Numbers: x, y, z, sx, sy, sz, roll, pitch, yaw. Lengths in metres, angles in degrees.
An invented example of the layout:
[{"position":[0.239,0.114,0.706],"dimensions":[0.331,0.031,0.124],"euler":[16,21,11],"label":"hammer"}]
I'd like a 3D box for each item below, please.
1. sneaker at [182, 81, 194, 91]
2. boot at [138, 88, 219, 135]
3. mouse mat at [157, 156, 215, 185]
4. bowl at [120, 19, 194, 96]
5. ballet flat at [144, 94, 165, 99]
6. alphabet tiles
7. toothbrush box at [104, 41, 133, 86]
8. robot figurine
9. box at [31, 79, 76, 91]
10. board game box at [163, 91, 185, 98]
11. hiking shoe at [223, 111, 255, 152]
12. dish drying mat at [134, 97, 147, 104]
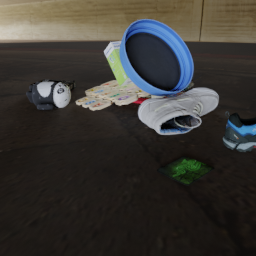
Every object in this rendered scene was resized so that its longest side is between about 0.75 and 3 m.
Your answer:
[{"position":[2.473,-1.778,12.242],"dimensions":[1.066,0.414,0.460],"euler":[-15,36,-17],"label":"sneaker"},{"position":[1.727,-0.390,7.925],"dimensions":[2.709,0.996,1.295],"euler":[-14,33,-19],"label":"boot"},{"position":[1.174,0.837,5.678],"dimensions":[0.985,0.037,0.793],"euler":[-18,27,-41],"label":"mouse mat"},{"position":[0.934,-2.265,9.146],"dimensions":[2.670,2.670,0.524],"euler":[-14,-11,-32],"label":"bowl"},{"position":[1.006,-1.332,10.427],"dimensions":[0.695,0.657,2.062],"euler":[-24,22,-27],"label":"ballet flat"},{"position":[-0.386,-1.347,10.224],"dimensions":[2.821,0.210,2.884],"euler":[-26,26,-26],"label":"alphabet tiles"},{"position":[-0.041,-2.351,10.067],"dimensions":[1.066,1.464,0.630],"euler":[-19,-9,-35],"label":"toothbrush box"},{"position":[-2.726,-1.166,9.711],"dimensions":[1.466,1.101,0.915],"euler":[3,2,9],"label":"robot figurine"},{"position":[-3.253,-1.829,12.292],"dimensions":[1.585,0.345,1.270],"euler":[4,21,10],"label":"box"},{"position":[1.960,-1.129,10.624],"dimensions":[1.204,0.227,2.338],"euler":[-8,22,-23],"label":"board game box"},{"position":[3.233,0.124,6.361],"dimensions":[2.011,0.872,0.748],"euler":[4,21,10],"label":"hiking shoe"},{"position":[0.218,-1.068,10.607],"dimensions":[1.414,0.129,0.543],"euler":[13,24,28],"label":"dish drying mat"}]
